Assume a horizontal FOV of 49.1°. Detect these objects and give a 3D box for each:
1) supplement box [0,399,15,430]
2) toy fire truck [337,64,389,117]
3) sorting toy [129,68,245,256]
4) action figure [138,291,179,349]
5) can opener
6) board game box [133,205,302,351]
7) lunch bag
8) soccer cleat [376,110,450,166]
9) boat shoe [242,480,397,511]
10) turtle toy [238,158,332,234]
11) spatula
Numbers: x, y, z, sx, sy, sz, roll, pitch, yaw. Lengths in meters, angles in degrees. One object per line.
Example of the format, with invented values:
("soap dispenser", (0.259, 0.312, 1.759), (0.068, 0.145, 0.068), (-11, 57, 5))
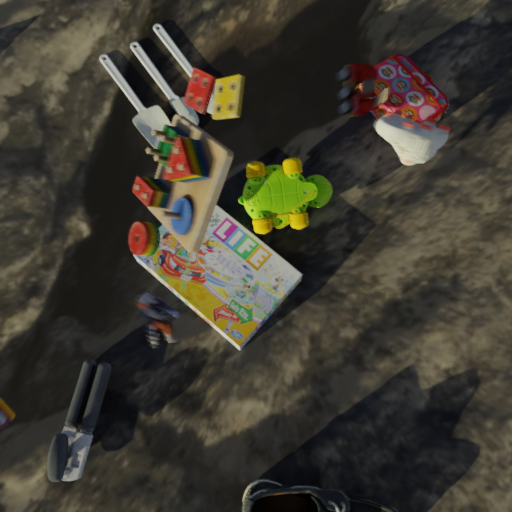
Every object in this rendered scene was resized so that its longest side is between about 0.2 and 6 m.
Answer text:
("supplement box", (-4.078, 2.421, 7.801), (0.657, 0.510, 1.190), (50, 58, -1))
("toy fire truck", (2.124, -3.192, 10.690), (1.099, 0.707, 0.967), (5, 104, 37))
("sorting toy", (-1.320, -1.379, 9.371), (1.813, 0.636, 3.760), (43, 119, 43))
("action figure", (-1.603, 1.021, 9.067), (0.511, 0.978, 0.946), (-33, 116, -26))
("can opener", (-3.302, 3.043, 10.441), (0.597, 0.748, 2.236), (11, 71, 4))
("board game box", (-0.789, 0.244, 11.527), (2.903, 0.497, 1.951), (39, 75, 12))
("lunch bag", (3.402, -3.650, 12.782), (1.630, 0.758, 1.851), (-34, 75, -16))
("soccer cleat", (2.684, -1.964, 9.702), (0.765, 2.207, 0.856), (40, 119, 28))
("boat shoe", (1.188, 4.618, 9.803), (2.904, 0.982, 1.043), (10, 70, 2))
("turtle toy", (0.629, -1.273, 11.764), (2.033, 1.028, 1.482), (-7, 94, -6))
("spatula", (-2.256, -4.052, 13.152), (2.159, 0.249, 3.105), (-34, 74, -10))
